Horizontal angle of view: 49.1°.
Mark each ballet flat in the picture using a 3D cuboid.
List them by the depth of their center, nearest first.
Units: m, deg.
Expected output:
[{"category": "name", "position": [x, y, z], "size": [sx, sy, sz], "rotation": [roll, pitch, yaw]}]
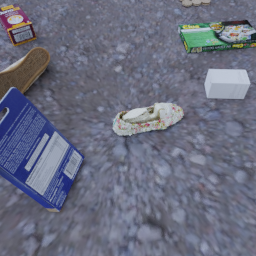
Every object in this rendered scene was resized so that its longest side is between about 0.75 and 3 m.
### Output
[{"category": "ballet flat", "position": [0.545, -0.283, 6.883], "size": [1.912, 0.611, 0.723], "rotation": [-18, 54, -14]}]

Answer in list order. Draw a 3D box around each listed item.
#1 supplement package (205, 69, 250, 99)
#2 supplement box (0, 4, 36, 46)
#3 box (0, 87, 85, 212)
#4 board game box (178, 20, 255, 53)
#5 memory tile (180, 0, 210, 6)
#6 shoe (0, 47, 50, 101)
[{"category": "supplement package", "position": [2.662, -1.190, 7.589], "size": [1.001, 0.585, 0.587], "rotation": [2, 52, 1]}, {"category": "supplement box", "position": [-3.715, -3.441, 9.286], "size": [0.790, 0.613, 1.431], "rotation": [-26, 57, -19]}, {"category": "box", "position": [-1.825, 0.459, 5.379], "size": [0.366, 2.258, 1.368], "rotation": [-6, 46, 32]}, {"category": "board game box", "position": [2.977, -3.038, 9.211], "size": [2.433, 0.285, 1.274], "rotation": [-6, 55, -4]}, {"category": "memory tile", "position": [2.462, -5.169, 10.926], "size": [1.129, 0.124, 1.473], "rotation": [-11, 53, -8]}, {"category": "shoe", "position": [-3.093, -1.285, 7.704], "size": [0.850, 0.649, 2.430], "rotation": [47, 63, -11]}]
